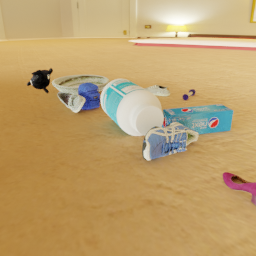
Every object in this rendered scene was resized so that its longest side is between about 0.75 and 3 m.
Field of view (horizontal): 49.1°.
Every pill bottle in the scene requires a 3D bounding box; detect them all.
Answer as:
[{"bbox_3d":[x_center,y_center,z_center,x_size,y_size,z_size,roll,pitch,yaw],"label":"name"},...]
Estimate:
[{"bbox_3d":[0.147,-0.708,9.873,1.586,1.586,2.863,-9,24,-20],"label":"pill bottle"}]

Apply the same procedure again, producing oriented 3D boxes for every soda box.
[{"bbox_3d":[2.427,-0.277,9.857,2.373,0.805,0.761,-6,23,-14],"label":"soda box"}]

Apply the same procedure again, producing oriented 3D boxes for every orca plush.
[{"bbox_3d":[-3.100,-1.721,10.552,1.125,0.760,2.138,-38,11,-24],"label":"orca plush"}]

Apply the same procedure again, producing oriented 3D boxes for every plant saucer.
[{"bbox_3d":[-2.378,-2.108,14.343,2.883,0.724,2.883,-1,23,0],"label":"plant saucer"}]

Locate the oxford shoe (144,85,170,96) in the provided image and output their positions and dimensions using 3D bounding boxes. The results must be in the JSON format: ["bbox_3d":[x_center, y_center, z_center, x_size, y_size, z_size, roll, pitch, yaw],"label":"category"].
[{"bbox_3d":[1.303,-1.957,14.293,1.740,0.503,0.654,6,26,19],"label":"oxford shoe"}]

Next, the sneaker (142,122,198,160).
[{"bbox_3d":[1.255,0.357,8.280,0.874,0.859,2.270,14,28,39],"label":"sneaker"}]

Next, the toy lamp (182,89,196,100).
[{"bbox_3d":[3.043,-1.676,13.820,0.351,0.351,1.205,13,25,29],"label":"toy lamp"}]

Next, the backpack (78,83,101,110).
[{"bbox_3d":[-1.641,-1.408,12.200,0.911,1.085,0.882,20,29,40],"label":"backpack"}]

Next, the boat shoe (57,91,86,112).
[{"bbox_3d":[-2.421,-1.181,11.882,0.636,0.732,1.985,30,0,-35],"label":"boat shoe"}]

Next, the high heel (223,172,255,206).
[{"bbox_3d":[2.721,1.211,6.508,0.457,0.652,1.357,-10,25,-22],"label":"high heel"}]
